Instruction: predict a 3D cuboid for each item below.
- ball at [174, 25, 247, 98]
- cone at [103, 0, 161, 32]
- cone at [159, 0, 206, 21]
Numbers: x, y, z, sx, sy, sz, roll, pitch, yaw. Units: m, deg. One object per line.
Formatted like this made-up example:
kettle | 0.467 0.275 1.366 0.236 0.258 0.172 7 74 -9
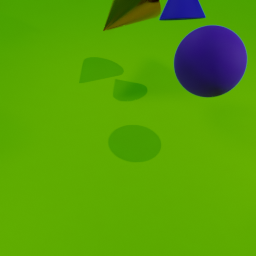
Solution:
ball | 1.564 -1.265 5.395 1.348 1.348 1.348 0 47 0
cone | -0.161 -3.278 7.958 1.565 1.559 1.559 -46 59 -7
cone | 1.338 -3.289 6.865 1.158 1.162 1.158 -2 19 1
